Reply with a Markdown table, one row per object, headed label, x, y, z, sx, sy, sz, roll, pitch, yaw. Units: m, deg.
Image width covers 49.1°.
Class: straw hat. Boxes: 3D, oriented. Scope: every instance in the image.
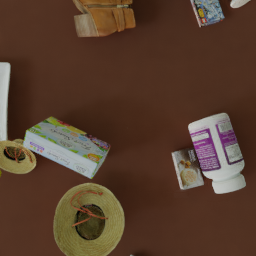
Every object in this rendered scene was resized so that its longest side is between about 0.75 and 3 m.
| label | x | y | z | sx | sy | sz | roll | pitch | yaw |
| --- | --- | --- | --- | --- | --- | --- | --- | --- | --- |
| straw hat | -0.921 | 2.389 | 7.061 | 1.847 | 0.782 | 1.847 | -1 | 60 | 3 |
| straw hat | -2.924 | 0.598 | 7.374 | 1.303 | 1.303 | 0.551 | 10 | 42 | 1 |

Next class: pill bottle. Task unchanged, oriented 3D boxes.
| label | x | y | z | sx | sy | sz | roll | pitch | yaw |
| --- | --- | --- | --- | --- | --- | --- | --- | --- | --- |
| pill bottle | 2.308 | 0.645 | 7.146 | 1.052 | 1.052 | 1.874 | -16 | 84 | -2 |

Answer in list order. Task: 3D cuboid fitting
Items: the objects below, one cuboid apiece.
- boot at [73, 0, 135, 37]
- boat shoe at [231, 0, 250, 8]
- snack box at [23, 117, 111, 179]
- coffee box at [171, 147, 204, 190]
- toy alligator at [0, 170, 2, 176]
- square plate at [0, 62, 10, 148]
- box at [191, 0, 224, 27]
| label | x | y | z | sx | sy | sz | roll | pitch | yaw |
| --- | --- | --- | --- | --- | --- | --- | --- | --- | --- |
| boot | -0.724 | -3.638 | 7.752 | 1.680 | 0.830 | 2.164 | -10 | 84 | -1 |
| boat shoe | 3.311 | -3.799 | 8.049 | 0.927 | 0.334 | 0.317 | -32 | 63 | 3 |
| snack box | -1.462 | 0.434 | 7.015 | 1.826 | 1.299 | 0.484 | 25 | 111 | 3 |
| coffee box | 1.569 | 1.060 | 7.414 | 0.572 | 0.399 | 1.000 | -13 | 83 | -1 |
| toy alligator | -3.105 | 1.041 | 6.405 | 0.285 | 0.961 | 0.261 | 11 | 66 | -12 |
| square plate | -4.402 | -0.600 | 7.643 | 2.395 | 0.341 | 2.373 | 0 | 83 | 0 |
| box | 2.257 | -3.480 | 8.049 | 0.692 | 0.202 | 1.011 | -16 | 84 | -2 |
